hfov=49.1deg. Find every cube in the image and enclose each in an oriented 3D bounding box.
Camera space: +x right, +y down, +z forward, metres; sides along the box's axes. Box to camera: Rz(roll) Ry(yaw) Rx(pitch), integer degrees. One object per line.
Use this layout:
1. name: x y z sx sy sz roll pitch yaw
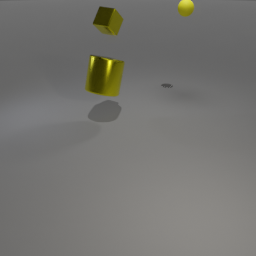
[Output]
1. cube: -0.704 -3.804 10.003 0.700 0.700 0.700 21 -2 27

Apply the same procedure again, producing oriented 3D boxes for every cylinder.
1. cylinder: -0.929 -2.082 11.126 1.400 1.400 1.400 10 15 -3

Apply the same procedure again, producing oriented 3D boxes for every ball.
1. ball: 2.522 -5.227 12.208 0.700 0.700 0.700 0 28 0
